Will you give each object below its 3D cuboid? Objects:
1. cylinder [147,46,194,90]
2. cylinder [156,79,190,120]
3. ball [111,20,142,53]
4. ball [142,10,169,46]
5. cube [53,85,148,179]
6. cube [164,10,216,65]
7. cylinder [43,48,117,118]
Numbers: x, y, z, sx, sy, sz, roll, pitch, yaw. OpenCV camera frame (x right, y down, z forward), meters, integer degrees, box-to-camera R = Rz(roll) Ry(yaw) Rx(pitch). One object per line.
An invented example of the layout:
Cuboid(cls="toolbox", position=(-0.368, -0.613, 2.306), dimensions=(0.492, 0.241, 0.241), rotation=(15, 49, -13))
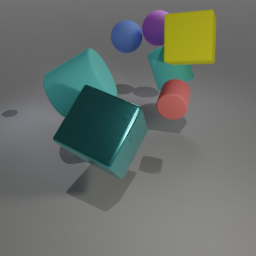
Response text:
Cuboid(cls="cylinder", position=(1.585, -2.274, 10.413), dimensions=(1.400, 1.400, 1.400), rotation=(-19, 3, 1))
Cuboid(cls="cylinder", position=(1.064, -0.671, 6.518), dimensions=(0.700, 0.700, 0.700), rotation=(8, 40, 13))
Cuboid(cls="ball", position=(-0.062, -4.058, 12.472), dimensions=(1.400, 1.400, 1.400), rotation=(0, 29, 0))
Cuboid(cls="ball", position=(1.284, -4.154, 11.683), dimensions=(1.400, 1.400, 1.400), rotation=(0, 29, 0))
Cuboid(cls="cube", position=(-0.525, 0.131, 6.275), dimensions=(1.400, 1.400, 1.400), rotation=(24, 76, 17))
Cuboid(cls="cube", position=(1.951, -2.726, 8.692), dimensions=(1.400, 1.400, 1.400), rotation=(3, 10, 20))
Cuboid(cls="cylinder", position=(-1.221, -1.127, 7.331), dimensions=(1.400, 1.400, 1.400), rotation=(-26, 25, 15))
